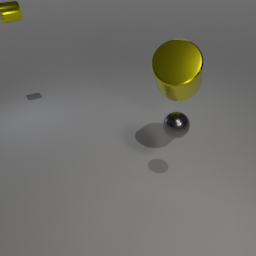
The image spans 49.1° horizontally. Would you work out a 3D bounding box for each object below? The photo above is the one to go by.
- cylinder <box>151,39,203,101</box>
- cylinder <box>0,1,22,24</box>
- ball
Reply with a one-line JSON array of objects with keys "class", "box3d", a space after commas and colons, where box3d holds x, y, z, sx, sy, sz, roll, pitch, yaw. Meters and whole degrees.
[{"class": "cylinder", "box3d": [1.475, -1.655, 8.266, 1.400, 1.400, 1.400, 9, -10, 15]}, {"class": "cylinder", "box3d": [-4.399, -4.309, 10.413, 0.700, 0.700, 0.700, -22, 36, -26]}, {"class": "ball", "box3d": [1.269, -0.080, 7.349, 0.700, 0.700, 0.700, 0, 30, 0]}]
